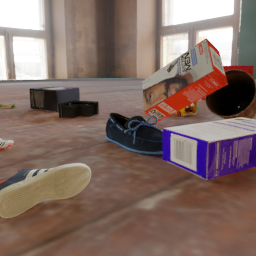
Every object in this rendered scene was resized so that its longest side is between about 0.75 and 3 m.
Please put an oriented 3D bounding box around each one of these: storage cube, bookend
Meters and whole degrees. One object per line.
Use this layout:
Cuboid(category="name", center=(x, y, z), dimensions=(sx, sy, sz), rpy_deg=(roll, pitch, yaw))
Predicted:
Cuboid(category="storage cube", center=(5.630, -2.535, 16.158), dimensions=(2.366, 2.127, 2.022), rpy_deg=(-4, 13, -12))
Cuboid(category="bookend", center=(-2.069, -0.786, 11.848), dimensions=(1.255, 0.582, 1.263), rpy_deg=(4, 14, 18))

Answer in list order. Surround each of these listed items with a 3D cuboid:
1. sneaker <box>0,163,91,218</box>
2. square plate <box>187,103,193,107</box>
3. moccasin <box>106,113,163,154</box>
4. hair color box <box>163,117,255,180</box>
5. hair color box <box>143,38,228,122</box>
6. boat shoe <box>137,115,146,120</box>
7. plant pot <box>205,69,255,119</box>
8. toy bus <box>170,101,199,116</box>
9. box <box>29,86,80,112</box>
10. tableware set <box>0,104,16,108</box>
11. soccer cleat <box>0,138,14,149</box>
Cuboid(category="sneaker", center=(-1.380, 0.845, 4.480), dimensions=(1.593, 0.597, 0.673), rpy_deg=(-10, 21, -39))
Cuboid(category="square plate", center=(2.375, -1.227, 13.138), dimensions=(1.475, 0.210, 1.461), rpy_deg=(0, -25, 2))
Cuboid(category="moccasin", center=(0.148, 0.077, 7.355), dimensions=(0.993, 0.842, 2.468), rpy_deg=(-12, 17, -43))
Cuboid(category="hair color box", center=(2.205, 0.346, 6.237), dimensions=(2.571, 0.833, 1.405), rpy_deg=(-9, 15, -28))
Cuboid(category="hair color box", center=(1.863, -1.613, 9.907), dimensions=(0.931, 1.615, 2.913), rpy_deg=(28, -43, -34))
Cuboid(category="boat shoe", center=(0.419, -0.314, 10.356), dimensions=(0.319, 0.304, 0.887), rpy_deg=(-4, 13, -17))
Cuboid(category="plant pot", center=(3.965, -0.932, 10.143), dimensions=(1.726, 1.726, 1.847), rpy_deg=(11, -9, 41))
Cuboid(category="toy bus", center=(2.257, -1.025, 12.278), dimensions=(1.661, 0.858, 1.567), rpy_deg=(4, 13, 14))
Cuboid(category="box", center=(-3.591, -1.495, 13.915), dimensions=(1.743, 1.083, 1.757), rpy_deg=(8, 15, 26))
Cuboid(category="tableware set", center=(-6.248, -1.084, 14.228), dimensions=(1.067, 0.164, 0.719), rpy_deg=(-3, 16, -18))
Cuboid(category="soccer cleat", center=(-3.265, 0.375, 7.172), dimensions=(0.280, 0.348, 0.817), rpy_deg=(6, 14, 25))
